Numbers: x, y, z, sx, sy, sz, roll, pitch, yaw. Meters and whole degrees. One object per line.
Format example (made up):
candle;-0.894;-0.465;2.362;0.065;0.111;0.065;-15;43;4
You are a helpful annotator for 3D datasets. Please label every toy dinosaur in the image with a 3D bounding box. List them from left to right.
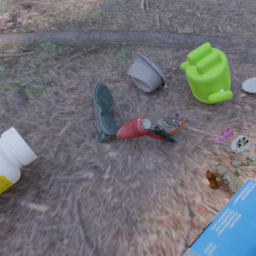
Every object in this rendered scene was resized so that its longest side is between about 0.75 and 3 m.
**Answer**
toy dinosaur;1.452;-0.086;8.196;0.886;0.465;0.804;6;45;-2

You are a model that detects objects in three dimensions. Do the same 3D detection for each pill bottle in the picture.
pill bottle;-3.322;1.026;6.402;2.297;1.278;1.278;-38;56;-17

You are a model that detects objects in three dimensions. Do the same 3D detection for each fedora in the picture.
fedora;0.551;-1.830;9.765;0.752;1.473;1.665;-46;59;-5

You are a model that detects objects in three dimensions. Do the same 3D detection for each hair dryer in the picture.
hair dryer;0.590;0.190;7.778;1.972;1.502;0.536;4;60;18

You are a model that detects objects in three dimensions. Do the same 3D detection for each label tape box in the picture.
label tape box;1.847;1.918;5.019;1.904;2.658;0.879;-35;60;-29

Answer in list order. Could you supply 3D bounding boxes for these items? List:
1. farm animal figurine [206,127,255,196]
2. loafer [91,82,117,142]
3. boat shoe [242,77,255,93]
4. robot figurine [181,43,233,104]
farm animal figurine;2.681;0.962;7.104;1.335;0.831;1.653;22;72;15
loafer;-0.866;-0.519;8.649;0.754;0.660;2.098;20;43;-34
boat shoe;4.762;-1.419;9.518;1.616;0.457;0.555;0;74;37
robot figurine;2.566;-1.634;8.927;1.269;2.194;1.925;-35;55;4
